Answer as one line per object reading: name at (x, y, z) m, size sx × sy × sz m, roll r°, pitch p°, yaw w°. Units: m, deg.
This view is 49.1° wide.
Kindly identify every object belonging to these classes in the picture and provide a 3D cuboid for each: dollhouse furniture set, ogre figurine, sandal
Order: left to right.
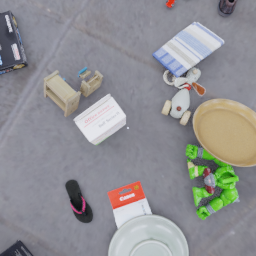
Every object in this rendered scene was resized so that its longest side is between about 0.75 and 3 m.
dollhouse furniture set at (-1.819, -1.368, 9.276) m, size 1.090 × 1.084 × 1.547 m, roll 44°, pitch 61°, yaw 5°
sandal at (-1.631, 2.404, 9.057) m, size 0.568 × 0.341 × 1.513 m, roll -26°, pitch 84°, yaw -3°
ogre figurine at (2.661, 1.629, 8.774) m, size 1.388 × 1.136 × 2.316 m, roll -10°, pitch 71°, yaw 11°

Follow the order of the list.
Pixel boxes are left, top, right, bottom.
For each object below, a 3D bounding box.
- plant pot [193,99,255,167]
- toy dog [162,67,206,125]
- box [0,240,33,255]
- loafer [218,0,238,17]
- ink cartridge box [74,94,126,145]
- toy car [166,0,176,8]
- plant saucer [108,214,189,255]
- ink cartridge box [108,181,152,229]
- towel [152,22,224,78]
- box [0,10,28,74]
plant pot at (3.230, 0.145, 8.838) m, size 2.549 × 0.350 × 2.549 m, roll 5°, pitch 55°, yaw -7°
toy dog at (1.820, -1.118, 9.148) m, size 1.319 × 0.964 × 2.001 m, roll 4°, pitch 83°, yaw 0°
box at (-3.138, 4.835, 7.753) m, size 1.356 × 2.371 × 2.604 m, roll -43°, pitch 84°, yaw -5°
loafer at (3.684, -5.024, 9.734) m, size 0.792 × 0.694 × 2.202 m, roll 13°, pitch 84°, yaw 2°
ink cartridge box at (-0.766, -0.172, 8.406) m, size 1.298 × 2.216 × 0.746 m, roll -36°, pitch 85°, yaw -4°
toy car at (1.825, -4.722, 9.937) m, size 0.985 × 0.233 × 1.047 m, roll 2°, pitch 84°, yaw 0°
plant saucer at (0.669, 3.990, 8.562) m, size 2.545 × 0.639 × 2.545 m, roll 0°, pitch 91°, yaw -4°
ink cartridge box at (0.095, 2.601, 9.035) m, size 1.167 × 0.345 × 1.458 m, roll -19°, pitch 85°, yaw -2°
towel at (1.992, -2.656, 9.405) m, size 2.025 × 0.241 × 1.487 m, roll -37°, pitch 57°, yaw -4°
box at (-4.662, -2.800, 9.598) m, size 1.969 × 0.493 × 1.983 m, roll -17°, pitch 84°, yaw -1°
